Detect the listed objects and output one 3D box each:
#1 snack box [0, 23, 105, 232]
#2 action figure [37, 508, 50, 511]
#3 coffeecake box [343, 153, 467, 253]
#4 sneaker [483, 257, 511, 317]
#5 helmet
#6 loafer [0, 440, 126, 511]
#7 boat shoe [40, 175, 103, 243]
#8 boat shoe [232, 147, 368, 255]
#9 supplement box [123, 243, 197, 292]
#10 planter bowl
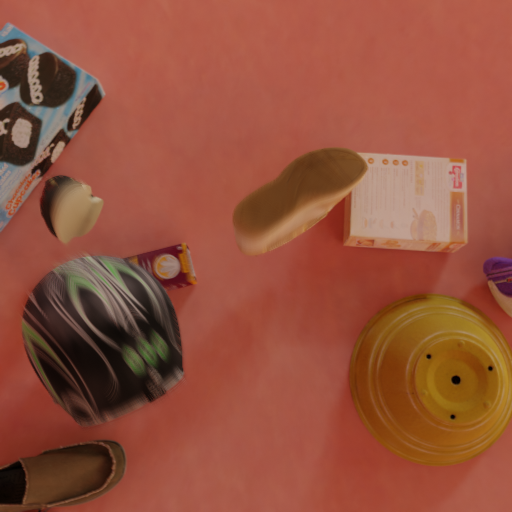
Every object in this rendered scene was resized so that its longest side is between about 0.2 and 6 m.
[{"bbox_3d":[-4.601,-2.182,9.994,2.043,0.652,3.517,33,82,6],"label":"snack box"},{"bbox_3d":[-3.582,4.550,8.753,0.778,0.668,1.310,10,70,12],"label":"action figure"},{"bbox_3d":[2.565,-0.910,9.717,1.968,0.719,1.510,4,77,1],"label":"coffeecake box"},{"bbox_3d":[5.398,-0.323,9.352,3.431,1.383,1.431,-30,76,-5],"label":"sneaker"},{"bbox_3d":[-2.273,1.090,8.229,2.337,2.337,2.228,-24,95,-4],"label":"helmet"},{"bbox_3d":[-3.311,3.559,8.794,2.538,0.884,0.955,-17,72,-3],"label":"loafer"},{"bbox_3d":[-2.867,-0.740,8.330,0.759,2.422,0.886,27,89,-9],"label":"boat shoe"},{"bbox_3d":[0.664,-0.867,8.896,2.583,0.894,0.952,-31,67,-23],"label":"boat shoe"},{"bbox_3d":[-1.699,0.279,9.617,1.226,0.525,0.676,-14,80,-3],"label":"supplement box"},{"bbox_3d":[3.030,1.977,8.985,2.880,1.199,2.880,0,80,-1],"label":"planter bowl"}]
